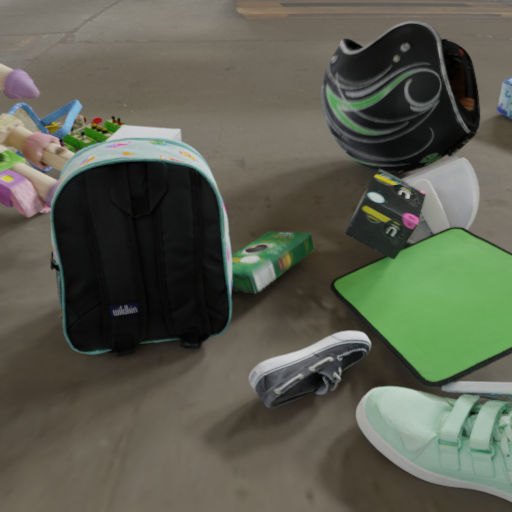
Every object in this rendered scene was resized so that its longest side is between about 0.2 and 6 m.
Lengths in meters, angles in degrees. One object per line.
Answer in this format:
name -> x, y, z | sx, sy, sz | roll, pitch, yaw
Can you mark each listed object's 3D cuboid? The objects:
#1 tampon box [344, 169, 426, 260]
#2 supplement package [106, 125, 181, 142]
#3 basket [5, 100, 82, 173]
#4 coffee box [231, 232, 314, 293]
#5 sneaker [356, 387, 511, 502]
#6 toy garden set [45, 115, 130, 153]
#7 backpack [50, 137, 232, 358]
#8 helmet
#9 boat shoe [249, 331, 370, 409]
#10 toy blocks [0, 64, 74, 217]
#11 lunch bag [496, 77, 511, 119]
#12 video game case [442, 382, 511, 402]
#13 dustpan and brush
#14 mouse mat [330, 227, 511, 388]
tampon box -> 1.908, -0.632, 8.225 | 0.825, 0.695, 1.101 | 28, 36, 5
supplement package -> -2.223, -2.108, 11.240 | 1.235, 0.685, 0.962 | 6, 34, 10
basket -> -4.291, -2.334, 10.882 | 1.829, 1.272, 1.613 | -27, 31, 14
coffee box -> 0.100, 0.066, 8.061 | 0.873, 0.312, 1.419 | 2, 27, 42
sneaker -> 2.236, 1.436, 5.064 | 2.643, 1.559, 0.973 | 16, 38, 25
toy garden set -> -4.007, -2.915, 12.733 | 1.630, 0.390, 1.955 | 28, 42, 35
backpack -> -1.368, -0.243, 6.824 | 2.126, 2.418, 1.854 | -5, 34, -5
helmet -> 2.599, -2.965, 10.662 | 2.663, 2.794, 2.794 | -12, 22, 36
boat shoe -> 0.699, 1.288, 6.208 | 1.526, 0.547, 0.517 | -12, 42, -25
toy blocks -> -3.590, -1.247, 8.238 | 2.265, 2.691, 2.515 | 27, 39, 10
lunch bag -> 7.200, -3.623, 13.274 | 1.907, 0.978, 2.372 | -21, 38, -26
video game case -> 2.553, 1.378, 5.632 | 0.894, 0.113, 0.981 | 15, -17, -26
dustpan and brush -> 2.806, -0.419, 8.525 | 1.667, 0.684, 2.389 | -22, 65, 12
mouse mat -> 2.380, 0.463, 7.005 | 2.206, 0.103, 2.742 | -23, 25, -7
